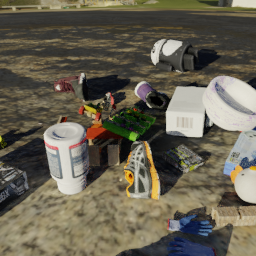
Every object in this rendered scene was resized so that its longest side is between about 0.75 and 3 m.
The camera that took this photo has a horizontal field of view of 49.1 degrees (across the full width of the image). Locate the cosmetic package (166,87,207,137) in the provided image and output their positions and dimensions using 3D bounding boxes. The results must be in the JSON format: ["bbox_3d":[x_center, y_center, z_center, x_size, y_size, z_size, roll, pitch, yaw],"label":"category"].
[{"bbox_3d":[2.298,-0.707,10.656,1.326,0.966,2.609,6,28,18],"label":"cosmetic package"}]

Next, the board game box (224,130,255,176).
[{"bbox_3d":[4.247,0.950,8.164,2.273,0.495,2.284,17,33,28],"label":"board game box"}]

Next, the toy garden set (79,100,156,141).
[{"bbox_3d":[-0.261,-0.531,9.761,2.136,0.511,2.563,23,21,12],"label":"toy garden set"}]

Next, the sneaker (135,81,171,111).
[{"bbox_3d":[1.144,-0.968,10.669,2.108,0.798,0.923,20,21,-48],"label":"sneaker"}]

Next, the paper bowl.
[{"bbox_3d":[3.471,-0.726,9.414,2.025,1.053,2.025,11,45,-11],"label":"paper bowl"}]

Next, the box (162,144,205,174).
[{"bbox_3d":[1.667,0.921,8.507,0.812,0.224,1.014,-18,34,-28],"label":"box"}]

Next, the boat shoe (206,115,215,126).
[{"bbox_3d":[3.442,-0.617,10.753,0.704,0.716,1.985,13,31,20],"label":"boat shoe"}]

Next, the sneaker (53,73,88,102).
[{"bbox_3d":[-2.657,-1.767,12.717,1.591,1.042,2.754,-8,20,-4],"label":"sneaker"}]

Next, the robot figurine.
[{"bbox_3d":[2.655,-4.165,16.074,2.728,1.702,2.050,21,22,31],"label":"robot figurine"}]

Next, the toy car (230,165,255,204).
[{"bbox_3d":[3.212,1.287,6.655,1.707,1.638,1.852,-22,24,-33],"label":"toy car"}]

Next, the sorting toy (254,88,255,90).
[{"bbox_3d":[4.879,-0.951,11.437,2.144,0.880,1.289,33,57,27],"label":"sorting toy"}]

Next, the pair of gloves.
[{"bbox_3d":[1.343,2.361,6.025,1.024,0.145,1.274,4,30,4],"label":"pair of gloves"}]

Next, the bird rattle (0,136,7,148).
[{"bbox_3d":[-4.497,0.482,9.102,0.900,0.507,0.734,1,45,9],"label":"bird rattle"}]

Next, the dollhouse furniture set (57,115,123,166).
[{"bbox_3d":[-1.150,0.180,8.975,2.025,1.054,2.047,-1,29,-2],"label":"dollhouse furniture set"}]

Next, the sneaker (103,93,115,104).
[{"bbox_3d":[-0.900,-1.312,12.379,0.470,0.340,0.962,-5,31,-14],"label":"sneaker"}]

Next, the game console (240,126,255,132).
[{"bbox_3d":[4.521,0.017,10.227,0.836,0.130,0.739,11,31,19],"label":"game console"}]

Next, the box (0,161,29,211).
[{"bbox_3d":[-4.107,1.650,6.760,2.032,0.641,2.577,15,33,25],"label":"box"}]

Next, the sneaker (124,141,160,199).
[{"bbox_3d":[0.276,1.068,7.658,0.841,0.852,2.177,-9,30,-3],"label":"sneaker"}]

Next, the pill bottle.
[{"bbox_3d":[-1.520,0.810,7.188,1.013,1.695,1.013,0,29,0],"label":"pill bottle"}]

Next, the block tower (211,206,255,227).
[{"bbox_3d":[2.549,2.024,6.436,1.169,0.316,0.338,-1,28,0],"label":"block tower"}]
